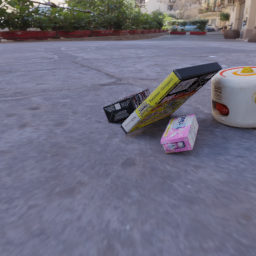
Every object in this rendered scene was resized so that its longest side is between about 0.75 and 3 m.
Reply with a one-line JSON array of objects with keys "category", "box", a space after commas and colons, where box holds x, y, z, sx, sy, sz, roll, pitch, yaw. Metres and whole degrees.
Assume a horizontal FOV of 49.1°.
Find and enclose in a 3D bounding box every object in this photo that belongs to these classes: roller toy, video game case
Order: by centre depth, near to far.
[{"category": "video game case", "box": [1.216, -0.856, 7.651, 2.482, 2.243, 0.317, -22, 72, -49]}, {"category": "roller toy", "box": [3.547, -1.045, 8.406, 2.027, 1.553, 2.222, 5, 26, 28]}]

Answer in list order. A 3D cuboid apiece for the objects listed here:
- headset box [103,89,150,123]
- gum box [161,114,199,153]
[{"category": "headset box", "box": [0.074, -0.732, 8.762, 1.068, 0.539, 1.437, -17, 10, 32]}, {"category": "gum box", "box": [1.254, 0.143, 6.710, 0.648, 0.377, 1.141, -13, 24, 29]}]
